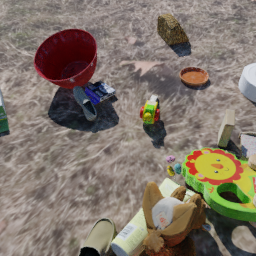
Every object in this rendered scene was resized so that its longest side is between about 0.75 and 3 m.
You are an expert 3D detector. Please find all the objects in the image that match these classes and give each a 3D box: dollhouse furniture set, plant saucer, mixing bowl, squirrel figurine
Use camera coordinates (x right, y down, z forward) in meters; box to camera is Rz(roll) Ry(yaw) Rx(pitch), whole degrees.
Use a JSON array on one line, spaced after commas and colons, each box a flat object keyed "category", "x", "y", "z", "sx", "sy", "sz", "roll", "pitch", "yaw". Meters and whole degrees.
[{"category": "dollhouse furniture set", "x": 4.736, "y": 0.494, "z": 9.969, "sx": 2.769, "sy": 1.226, "sz": 1.435, "roll": 12, "pitch": 47, "yaw": 11}, {"category": "plant saucer", "x": 3.186, "y": -2.493, "z": 13.569, "sx": 1.391, "sy": 0.225, "sz": 1.391, "roll": 0, "pitch": 45, "yaw": 0}, {"category": "mixing bowl", "x": -2.560, "y": -2.872, "z": 12.636, "sx": 2.867, "sy": 1.553, "sz": 2.867, "roll": -5, "pitch": 64, "yaw": 9}, {"category": "squirrel figurine", "x": 1.386, "y": 2.674, "z": 7.667, "sx": 1.501, "sy": 1.980, "sz": 2.121, "roll": 11, "pitch": 83, "yaw": 40}]

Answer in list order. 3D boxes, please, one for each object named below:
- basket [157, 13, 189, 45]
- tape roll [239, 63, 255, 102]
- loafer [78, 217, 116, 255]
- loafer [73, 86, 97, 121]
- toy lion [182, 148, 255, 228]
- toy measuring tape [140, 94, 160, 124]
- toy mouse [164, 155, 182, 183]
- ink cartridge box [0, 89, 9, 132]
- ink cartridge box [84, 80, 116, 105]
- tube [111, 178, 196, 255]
[{"category": "basket", "x": 2.621, "y": -5.810, "z": 16.026, "sx": 1.366, "sy": 1.309, "sz": 1.834, "roll": -14, "pitch": 48, "yaw": -12}, {"category": "tape roll", "x": 6.279, "y": -2.048, "z": 12.735, "sx": 2.278, "sy": 0.797, "sz": 2.278, "roll": 0, "pitch": 47, "yaw": 0}, {"category": "loafer", "x": -0.866, "y": 3.296, "z": 7.621, "sx": 0.766, "sy": 0.680, "sz": 2.015, "roll": 13, "pitch": 47, "yaw": 12}, {"category": "loafer", "x": -1.726, "y": -1.065, "z": 11.462, "sx": 0.546, "sy": 0.545, "sz": 1.563, "roll": -29, "pitch": 88, "yaw": -38}, {"category": "toy lion", "x": 3.065, "y": 1.635, "z": 8.902, "sx": 2.721, "sy": 0.974, "sz": 2.838, "roll": 7, "pitch": 32, "yaw": 14}, {"category": "toy measuring tape", "x": 0.957, "y": -0.734, "z": 11.694, "sx": 0.847, "sy": 0.847, "sz": 2.301, "roll": 9, "pitch": 24, "yaw": 9}, {"category": "toy mouse", "x": 1.483, "y": 1.215, "z": 9.204, "sx": 0.191, "sy": 0.876, "sz": 0.986, "roll": -12, "pitch": 60, "yaw": -28}, {"category": "ink cartridge box", "x": -5.864, "y": -0.841, "z": 11.570, "sx": 1.367, "sy": 0.781, "sz": 2.634, "roll": -17, "pitch": 48, "yaw": -16}, {"category": "ink cartridge box", "x": -1.365, "y": -1.633, "z": 12.669, "sx": 1.176, "sy": 0.255, "sz": 1.165, "roll": -32, "pitch": 51, "yaw": -27}, {"category": "tube", "x": 0.778, "y": 2.632, "z": 8.294, "sx": 2.972, "sy": 0.771, "sz": 0.862, "roll": -39, "pitch": 89, "yaw": -34}]
